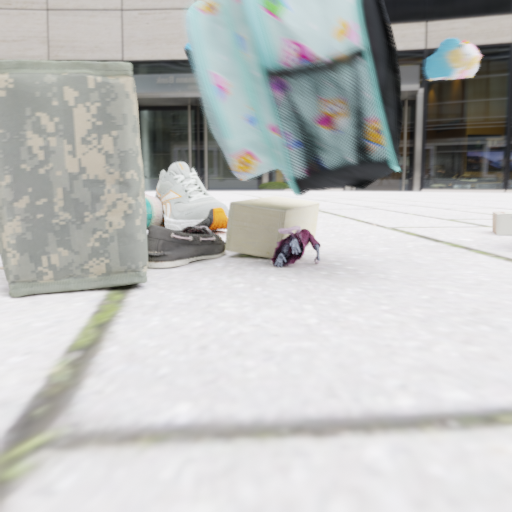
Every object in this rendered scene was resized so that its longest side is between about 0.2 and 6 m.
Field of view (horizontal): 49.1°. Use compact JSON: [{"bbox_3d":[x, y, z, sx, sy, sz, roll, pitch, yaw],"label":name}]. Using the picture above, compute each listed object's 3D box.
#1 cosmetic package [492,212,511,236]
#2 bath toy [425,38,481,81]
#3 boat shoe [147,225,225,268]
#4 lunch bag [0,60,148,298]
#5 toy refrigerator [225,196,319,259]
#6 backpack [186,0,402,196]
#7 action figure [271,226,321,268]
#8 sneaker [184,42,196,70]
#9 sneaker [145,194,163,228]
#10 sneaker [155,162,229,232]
[{"bbox_3d":[5.504,-0.721,12.426,0.417,0.494,0.956,1,6,16],"label":"cosmetic package"},{"bbox_3d":[3.522,-3.420,9.744,0.789,0.670,1.813,6,19,30],"label":"bath toy"},{"bbox_3d":[-1.011,-0.245,8.599,0.712,0.607,2.130,3,9,20],"label":"boat shoe"},{"bbox_3d":[-2.476,-1.029,7.263,1.801,2.513,3.064,-5,9,-18],"label":"lunch bag"},{"bbox_3d":[0.356,-0.514,9.753,0.947,0.873,2.495,10,11,16],"label":"toy refrigerator"},{"bbox_3d":[0.487,-2.744,7.356,2.561,3.340,2.936,-6,27,8],"label":"backpack"},{"bbox_3d":[0.561,-0.203,8.134,0.673,0.748,1.005,-2,20,28],"label":"action figure"},{"bbox_3d":[-0.518,-3.771,9.795,1.625,0.665,0.595,-28,36,21],"label":"sneaker"},{"bbox_3d":[-3.459,-1.246,14.210,1.133,1.012,2.835,0,8,-35],"label":"sneaker"},{"bbox_3d":[-1.713,-1.434,13.401,1.334,1.621,3.523,-5,10,-30],"label":"sneaker"}]
